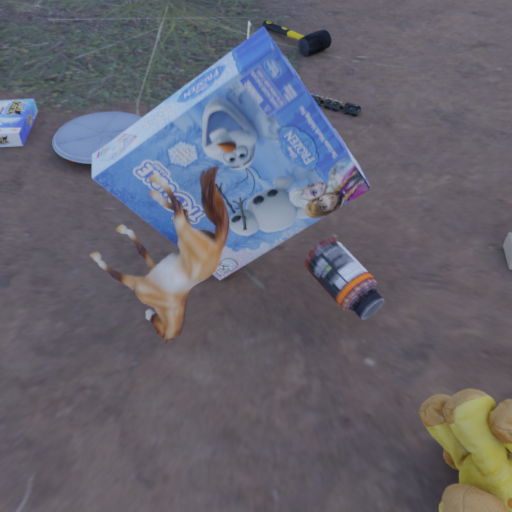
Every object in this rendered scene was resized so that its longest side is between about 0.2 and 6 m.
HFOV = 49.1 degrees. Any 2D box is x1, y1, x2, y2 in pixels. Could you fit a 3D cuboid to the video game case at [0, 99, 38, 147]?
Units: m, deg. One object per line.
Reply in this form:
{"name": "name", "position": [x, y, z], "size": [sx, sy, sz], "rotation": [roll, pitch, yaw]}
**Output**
{"name": "video game case", "position": [-6.126, -3.130, 13.183], "size": [1.540, 0.386, 1.699], "rotation": [-3, 42, -4]}

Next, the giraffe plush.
{"name": "giraffe plush", "position": [2.550, 2.668, 6.192], "size": [1.948, 1.681, 1.579], "rotation": [44, 61, -5]}

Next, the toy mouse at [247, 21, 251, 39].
{"name": "toy mouse", "position": [-0.336, -3.304, 11.085], "size": [0.371, 1.915, 1.702], "rotation": [-32, 11, -36]}

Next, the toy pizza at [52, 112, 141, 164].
{"name": "toy pizza", "position": [-3.407, -2.605, 12.625], "size": [2.246, 0.356, 2.246], "rotation": [0, 41, 0]}

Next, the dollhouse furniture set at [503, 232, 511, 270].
{"name": "dollhouse furniture set", "position": [5.191, -0.128, 9.293], "size": [1.609, 1.134, 1.127], "rotation": [7, 42, 6]}

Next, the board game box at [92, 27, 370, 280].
{"name": "board game box", "position": [-0.263, -1.221, 8.228], "size": [2.961, 2.975, 0.645], "rotation": [-31, 46, 18]}

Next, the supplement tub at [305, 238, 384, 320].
{"name": "supplement tub", "position": [1.316, 0.356, 8.271], "size": [0.659, 0.659, 1.232], "rotation": [-25, 60, -25]}

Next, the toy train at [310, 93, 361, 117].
{"name": "toy train", "position": [1.905, -3.824, 14.047], "size": [1.544, 0.263, 0.354], "rotation": [21, 43, 21]}

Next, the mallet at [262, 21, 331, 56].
{"name": "mallet", "position": [0.992, -6.755, 17.187], "size": [0.939, 0.587, 2.852], "rotation": [-34, 47, -27]}

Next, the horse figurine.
{"name": "horse figurine", "position": [-1.147, -0.013, 7.607], "size": [1.704, 2.572, 0.642], "rotation": [48, 29, 3]}
